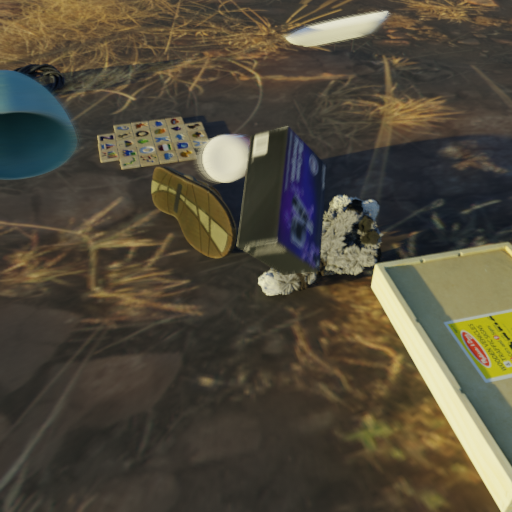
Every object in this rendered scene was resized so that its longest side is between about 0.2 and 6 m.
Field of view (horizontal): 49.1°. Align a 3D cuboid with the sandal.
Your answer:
[{"bbox_3d":[-1.128,-0.929,10.759,0.761,1.139,2.787,-3,27,-39],"label":"sandal"}]

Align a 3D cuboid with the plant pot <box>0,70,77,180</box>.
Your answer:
[{"bbox_3d":[-3.725,-2.096,8.490,1.708,1.708,1.150,-15,71,-17],"label":"plant pot"}]

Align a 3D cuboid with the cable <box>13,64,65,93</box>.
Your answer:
[{"bbox_3d":[-6.431,-4.940,15.839,1.937,0.492,1.580,-2,40,-4],"label":"cable"}]

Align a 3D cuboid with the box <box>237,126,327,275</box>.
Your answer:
[{"bbox_3d":[0.391,-0.704,7.505,0.643,1.150,1.630,-6,67,31],"label":"box"}]

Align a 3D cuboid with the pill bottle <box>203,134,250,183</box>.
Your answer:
[{"bbox_3d":[-0.358,-1.446,8.200,0.656,0.656,1.169,4,13,5],"label":"pill bottle"}]

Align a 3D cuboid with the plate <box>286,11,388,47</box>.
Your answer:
[{"bbox_3d":[1.539,-4.165,10.323,1.661,0.268,1.658,-4,25,21],"label":"plate"}]

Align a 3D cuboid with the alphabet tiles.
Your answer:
[{"bbox_3d":[-2.469,-2.760,13.518,2.597,0.082,2.161,-10,40,-12],"label":"alphabet tiles"}]

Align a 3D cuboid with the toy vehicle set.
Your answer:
[{"bbox_3d":[3.633,1.381,8.121,2.521,0.538,4.058,-8,40,-10],"label":"toy vehicle set"}]

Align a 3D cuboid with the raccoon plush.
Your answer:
[{"bbox_3d":[1.084,-0.340,9.890,2.483,1.201,1.663,-16,16,-1],"label":"raccoon plush"}]
